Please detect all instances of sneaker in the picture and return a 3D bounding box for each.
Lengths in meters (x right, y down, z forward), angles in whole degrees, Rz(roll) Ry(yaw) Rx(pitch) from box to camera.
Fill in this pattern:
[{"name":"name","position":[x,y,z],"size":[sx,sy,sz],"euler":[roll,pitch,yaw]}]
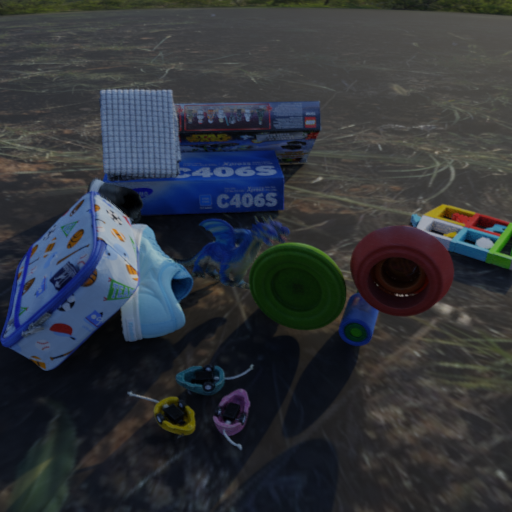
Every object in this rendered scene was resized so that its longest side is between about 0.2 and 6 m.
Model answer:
[{"name":"sneaker","position":[-2.771,-1.021,11.980],"size":[0.902,0.662,1.993],"euler":[10,-12,14]},{"name":"sneaker","position":[-1.751,0.424,10.056],"size":[1.207,1.089,2.947],"euler":[-2,38,-9]}]

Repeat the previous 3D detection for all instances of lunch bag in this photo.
[{"name":"lunch bag","position":[-3.106,0.362,9.231],"size":[2.383,1.124,2.974],"euler":[-39,31,10]}]

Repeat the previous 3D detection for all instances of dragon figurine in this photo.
[{"name":"dragon figurine","position":[-0.601,-0.204,10.382],"size":[2.797,1.391,0.823],"euler":[12,-1,42]}]

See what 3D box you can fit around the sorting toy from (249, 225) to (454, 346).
[{"name":"sorting toy","position":[1.604,0.318,9.297],"size":[3.234,1.943,1.327],"euler":[-5,28,24]}]

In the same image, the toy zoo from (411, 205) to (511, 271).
[{"name":"toy zoo","position":[4.630,-0.515,12.300],"size":[2.557,0.262,1.677],"euler":[22,37,31]}]

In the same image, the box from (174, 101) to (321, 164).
[{"name":"box","position":[-0.522,-3.162,14.748],"size":[4.086,0.815,2.798],"euler":[-2,-6,-3]}]

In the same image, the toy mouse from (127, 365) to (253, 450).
[{"name":"toy mouse","position":[-0.607,2.055,7.913],"size":[1.805,0.349,1.604],"euler":[25,39,35]}]

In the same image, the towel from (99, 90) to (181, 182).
[{"name":"towel","position":[-2.610,-2.649,12.538],"size":[1.701,2.055,0.879],"euler":[-3,-10,-18]}]

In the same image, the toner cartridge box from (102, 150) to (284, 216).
[{"name":"toner cartridge box","position":[-1.506,-1.837,13.859],"size":[4.212,0.909,2.001],"euler":[-3,29,-5]}]
